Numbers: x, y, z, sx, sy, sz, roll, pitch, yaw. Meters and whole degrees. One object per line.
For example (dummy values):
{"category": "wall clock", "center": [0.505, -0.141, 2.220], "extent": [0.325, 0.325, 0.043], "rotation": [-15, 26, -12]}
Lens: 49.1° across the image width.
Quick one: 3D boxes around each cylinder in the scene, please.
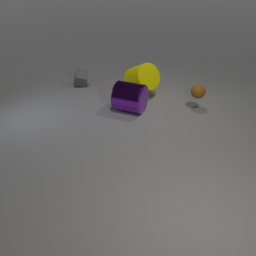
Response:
{"category": "cylinder", "center": [0.713, -2.582, 14.688], "extent": [1.400, 1.400, 1.400], "rotation": [-21, 10, -32]}
{"category": "cylinder", "center": [0.098, -1.455, 13.211], "extent": [1.400, 1.400, 1.400], "rotation": [12, 32, 20]}

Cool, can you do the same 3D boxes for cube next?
{"category": "cube", "center": [-2.682, -2.866, 15.954], "extent": [0.700, 0.700, 0.700], "rotation": [10, 56, -17]}

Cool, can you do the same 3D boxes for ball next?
{"category": "ball", "center": [3.334, -1.739, 13.285], "extent": [0.700, 0.700, 0.700], "rotation": [0, 30, 0]}
